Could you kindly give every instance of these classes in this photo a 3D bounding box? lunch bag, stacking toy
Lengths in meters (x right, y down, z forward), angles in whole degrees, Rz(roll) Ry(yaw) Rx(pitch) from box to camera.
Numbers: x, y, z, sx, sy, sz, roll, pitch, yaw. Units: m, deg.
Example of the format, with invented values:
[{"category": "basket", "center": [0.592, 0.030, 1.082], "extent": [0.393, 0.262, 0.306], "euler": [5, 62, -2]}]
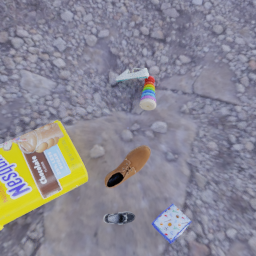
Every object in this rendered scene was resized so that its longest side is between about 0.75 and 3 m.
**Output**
[{"category": "lunch bag", "center": [1.100, 2.517, 7.289], "extent": [0.701, 0.511, 0.825], "euler": [39, 43, 26]}, {"category": "stacking toy", "center": [0.701, -1.207, 9.256], "extent": [0.531, 0.531, 1.244], "euler": [6, 56, 3]}]

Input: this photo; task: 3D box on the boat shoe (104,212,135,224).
[{"category": "boat shoe", "center": [-0.190, 2.385, 7.413], "extent": [0.890, 0.269, 0.329], "euler": [9, 74, -22]}]

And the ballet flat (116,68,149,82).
[{"category": "ballet flat", "center": [0.139, -1.807, 9.420], "extent": [1.164, 0.418, 0.418], "euler": [-4, 63, 17]}]

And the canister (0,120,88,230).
[{"category": "canister", "center": [-2.777, 1.194, 7.558], "extent": [2.854, 1.235, 2.119], "euler": [-26, 63, -18]}]

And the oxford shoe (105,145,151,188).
[{"category": "oxford shoe", "center": [0.018, 1.103, 7.615], "extent": [1.601, 0.570, 0.571], "euler": [-44, 92, 1]}]
